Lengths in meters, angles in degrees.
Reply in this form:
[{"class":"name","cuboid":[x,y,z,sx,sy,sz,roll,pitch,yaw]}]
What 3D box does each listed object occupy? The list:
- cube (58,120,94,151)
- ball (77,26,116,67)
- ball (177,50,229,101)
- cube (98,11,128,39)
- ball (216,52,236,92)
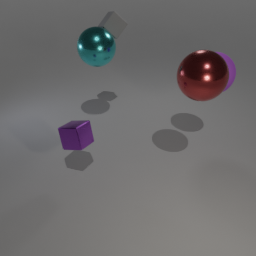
[{"class":"cube","cuboid":[-1.536,0.209,8.344,0.700,0.700,0.700,0,20,28]},{"class":"ball","cuboid":[-1.131,-2.912,10.085,1.400,1.400,1.400,0,32,0]},{"class":"ball","cuboid":[2.050,-1.435,7.723,1.400,1.400,1.400,0,32,0]},{"class":"cube","cuboid":[-0.573,-3.848,10.485,0.700,0.700,0.700,36,3,-30]},{"class":"ball","cuboid":[2.885,-1.840,9.421,1.400,1.400,1.400,0,32,0]}]
